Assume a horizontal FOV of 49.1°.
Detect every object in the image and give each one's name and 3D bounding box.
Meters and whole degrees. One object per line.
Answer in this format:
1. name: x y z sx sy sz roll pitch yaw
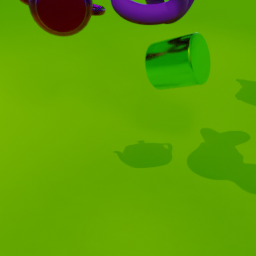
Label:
1. cylinder: 0.890 -1.159 4.982 0.876 0.876 0.876 -2 34 38
2. teapot: -1.171 -2.105 4.655 1.656 1.029 0.811 5 36 -19
3. knot shape: 0.553 -2.449 4.676 1.767 0.872 1.888 -1 79 -40
